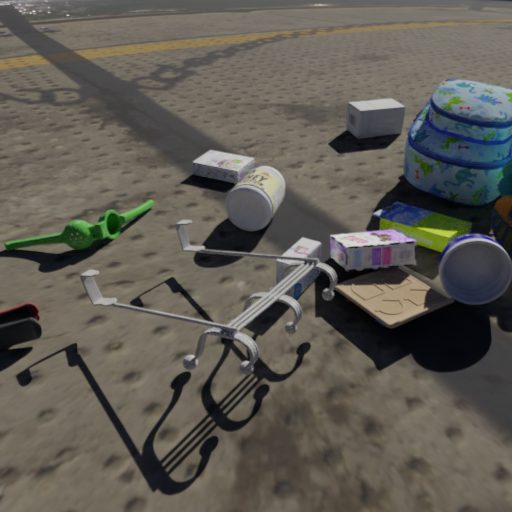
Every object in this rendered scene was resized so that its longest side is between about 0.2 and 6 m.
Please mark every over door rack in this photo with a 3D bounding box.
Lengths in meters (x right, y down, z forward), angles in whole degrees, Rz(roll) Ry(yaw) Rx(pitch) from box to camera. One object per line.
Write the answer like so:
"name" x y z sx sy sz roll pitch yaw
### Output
"over door rack" -0.686 0.601 8.710 3.200 1.066 2.364 17 34 31

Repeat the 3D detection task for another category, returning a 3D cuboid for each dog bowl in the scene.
"dog bowl" 3.550 0.212 9.131 1.104 1.104 0.435 7 21 11

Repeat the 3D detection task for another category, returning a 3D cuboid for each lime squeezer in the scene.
"lime squeezer" -3.243 -0.516 11.173 3.163 0.597 1.117 -22 7 -30

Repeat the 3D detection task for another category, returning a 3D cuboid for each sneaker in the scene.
"sneaker" 5.467 -0.165 10.141 1.206 1.030 2.737 -7 41 -22

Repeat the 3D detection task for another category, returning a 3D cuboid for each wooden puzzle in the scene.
"wooden puzzle" 2.208 0.703 9.189 1.392 0.348 1.503 -16 30 -30

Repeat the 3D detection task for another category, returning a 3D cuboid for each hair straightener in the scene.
"hair straightener" -4.282 1.353 8.003 2.371 0.485 0.912 -14 34 -22

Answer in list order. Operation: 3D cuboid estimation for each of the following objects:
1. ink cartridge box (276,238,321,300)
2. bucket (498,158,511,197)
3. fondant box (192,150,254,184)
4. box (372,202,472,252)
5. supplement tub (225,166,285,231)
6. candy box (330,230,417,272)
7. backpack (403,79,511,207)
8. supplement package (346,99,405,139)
"ink cartridge box" 0.745 0.205 9.674 0.400 0.683 0.945 17 35 29
"bucket" 5.981 -1.330 10.885 1.344 2.066 2.066 -13 33 -36
"fondant box" -0.808 -2.220 13.911 1.273 0.371 0.918 14 34 22
"box" 3.267 -0.592 11.153 1.659 0.395 1.011 23 35 38
"supplement tub" 0.023 -1.231 11.706 1.000 1.000 1.380 9 33 15
"candy box" 2.085 -0.114 10.133 1.280 0.458 1.073 -5 15 -7
"backpack" 4.713 -2.657 12.725 2.554 2.051 2.791 21 51 22
"supplement package" 3.472 -4.018 16.357 1.453 0.852 0.849 -9 33 -14
